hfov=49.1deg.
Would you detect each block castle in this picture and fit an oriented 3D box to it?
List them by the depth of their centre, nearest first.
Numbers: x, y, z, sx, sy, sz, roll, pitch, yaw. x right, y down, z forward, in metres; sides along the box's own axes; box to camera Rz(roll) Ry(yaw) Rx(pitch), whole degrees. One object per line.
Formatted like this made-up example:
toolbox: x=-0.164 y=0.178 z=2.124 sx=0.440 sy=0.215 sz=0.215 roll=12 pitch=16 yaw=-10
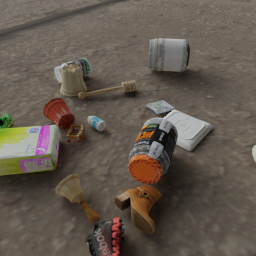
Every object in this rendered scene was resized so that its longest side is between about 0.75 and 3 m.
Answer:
block castle: x=-2.046 y=0.246 z=11.005 sx=0.574 sy=0.403 sz=0.859 roll=0 pitch=35 yaw=7

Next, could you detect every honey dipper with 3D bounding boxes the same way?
honey dipper: x=-0.988 y=-1.825 z=13.671 sx=2.872 sy=0.545 sz=0.545 roll=-13 pitch=39 yaw=-13

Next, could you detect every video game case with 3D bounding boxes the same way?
video game case: x=1.478 y=-0.957 z=12.692 sx=0.946 sy=0.104 sz=0.862 roll=-17 pitch=38 yaw=-28

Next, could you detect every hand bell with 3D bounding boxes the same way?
hand bell: x=-1.312 y=2.246 z=8.274 sx=0.872 sy=0.872 sz=1.675 roll=-29 pitch=58 yaw=-33

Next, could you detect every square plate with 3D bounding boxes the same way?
square plate: x=2.185 y=-0.044 z=11.475 sx=1.996 sy=0.284 sz=1.978 roll=27 pitch=45 yaw=30

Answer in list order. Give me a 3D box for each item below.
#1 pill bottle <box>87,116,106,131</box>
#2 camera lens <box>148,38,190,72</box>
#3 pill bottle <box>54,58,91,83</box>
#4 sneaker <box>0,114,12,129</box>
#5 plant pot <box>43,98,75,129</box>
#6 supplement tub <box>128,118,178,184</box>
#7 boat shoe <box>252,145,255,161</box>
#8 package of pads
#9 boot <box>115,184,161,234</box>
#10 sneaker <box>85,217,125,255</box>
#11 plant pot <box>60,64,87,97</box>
pill bottle: x=-1.322 y=-0.218 z=11.559 sx=0.804 sy=0.446 sz=0.446 roll=30 pitch=46 yaw=33
camera lens: x=2.247 y=-4.032 z=15.496 sx=2.172 sy=1.737 sz=1.737 roll=3 pitch=37 yaw=4
pill bottle: x=-2.917 y=-3.030 z=14.814 sx=1.744 sy=0.986 sz=0.986 roll=-27 pitch=45 yaw=-31
sneaker: x=-5.124 y=-0.254 z=11.548 sx=0.459 sy=0.517 sz=1.238 roll=-3 pitch=37 yaw=-2
plant pot: x=-2.791 y=-0.537 z=11.603 sx=1.055 sy=1.055 sz=1.026 roll=-26 pitch=53 yaw=-30
supplement tub: x=0.845 y=0.736 z=9.394 sx=1.339 sy=1.339 sz=2.185 roll=12 pitch=37 yaw=15
boat shoe: x=5.226 y=1.395 z=9.109 sx=0.759 sy=0.907 sz=2.539 roll=-20 pitch=48 yaw=-24
package of pads: x=-3.717 y=0.771 z=9.950 sx=2.434 sy=0.830 sz=1.881 roll=-5 pitch=36 yaw=-5
boot: x=0.543 y=2.239 z=8.150 sx=1.236 sy=0.589 sz=1.597 roll=-18 pitch=39 yaw=-36
sneaker: x=-0.608 y=3.124 z=6.949 sx=0.983 sy=0.711 sz=2.012 roll=2 pitch=35 yaw=1
plant pot: x=-2.744 y=-2.408 z=13.802 sx=1.336 sy=1.223 sz=1.336 roll=0 pitch=38 yaw=0
